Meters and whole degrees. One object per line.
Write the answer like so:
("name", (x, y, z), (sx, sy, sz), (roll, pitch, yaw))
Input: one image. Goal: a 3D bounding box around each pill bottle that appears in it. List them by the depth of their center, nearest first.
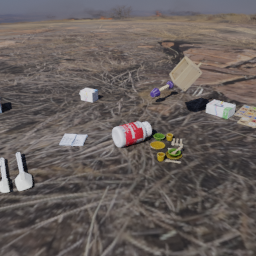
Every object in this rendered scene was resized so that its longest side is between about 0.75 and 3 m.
("pill bottle", (0.157, 0.182, 9.807), (1.290, 0.724, 0.724), (-15, 30, -27))

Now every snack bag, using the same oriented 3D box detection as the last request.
("snack bag", (-1.941, 0.417, 10.058), (0.863, 0.092, 0.813), (2, 26, 4))

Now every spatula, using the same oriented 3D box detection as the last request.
("spatula", (-3.596, 1.342, 8.196), (1.371, 0.158, 1.971), (-17, 30, -19))

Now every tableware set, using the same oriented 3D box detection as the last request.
("tableware set", (1.292, 0.608, 9.495), (1.132, 0.258, 1.680), (5, 27, 11))

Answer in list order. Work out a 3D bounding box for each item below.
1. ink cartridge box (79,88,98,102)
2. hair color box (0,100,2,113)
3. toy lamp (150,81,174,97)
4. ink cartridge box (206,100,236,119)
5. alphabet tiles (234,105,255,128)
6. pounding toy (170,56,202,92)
("ink cartridge box", (-1.927, -1.616, 13.667), (0.791, 0.496, 0.509), (14, 30, 25))
("hair color box", (-5.850, -1.050, 12.548), (0.297, 0.485, 0.981), (-11, 29, -21))
("toy lamp", (1.609, -1.824, 13.360), (0.447, 0.447, 1.537), (22, 36, 36))
("ink cartridge box", (4.012, -0.820, 12.136), (1.023, 0.447, 0.743), (21, 34, 37))
("alphabet tiles", (5.474, -0.451, 11.814), (1.769, 0.080, 2.117), (19, 32, 33))
("pounding toy", (2.288, -2.105, 10.632), (0.844, 1.093, 1.187), (34, 24, -20))
